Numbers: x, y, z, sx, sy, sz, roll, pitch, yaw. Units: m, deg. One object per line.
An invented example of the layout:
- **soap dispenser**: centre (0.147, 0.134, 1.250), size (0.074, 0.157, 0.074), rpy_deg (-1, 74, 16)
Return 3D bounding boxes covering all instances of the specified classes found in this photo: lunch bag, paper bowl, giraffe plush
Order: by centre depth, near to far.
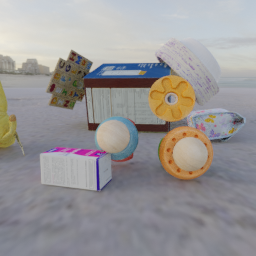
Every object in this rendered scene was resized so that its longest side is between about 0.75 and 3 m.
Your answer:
- **giraffe plush**: centre (-3.842, 0.039, 6.911), size (1.836, 1.953, 2.264), rpy_deg (-18, 54, -29)
- **lunch bag**: centre (2.730, -0.122, 8.777), size (1.573, 1.000, 1.334), rpy_deg (-9, 8, 5)
- **paper bowl**: centre (2.534, -2.382, 11.153), size (1.500, 2.884, 2.884), rpy_deg (-41, 8, 7)

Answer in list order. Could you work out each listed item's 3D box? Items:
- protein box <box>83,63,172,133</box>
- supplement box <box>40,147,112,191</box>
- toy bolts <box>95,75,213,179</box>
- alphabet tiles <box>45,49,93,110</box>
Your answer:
- **protein box**: centre (0.179, -1.306, 10.822), size (2.943, 1.986, 2.922), rpy_deg (2, 23, 9)
- **supplement box**: centre (-0.956, 0.732, 5.187), size (1.175, 0.607, 0.595), rpy_deg (1, 10, 16)
- **toy bolts**: centre (0.459, -0.066, 5.513), size (2.289, 2.187, 1.588), rpy_deg (-3, -4, 4)
- **alphabet tiles**: centre (-2.167, -1.771, 10.840), size (0.083, 2.173, 2.611), rpy_deg (27, 6, 18)
